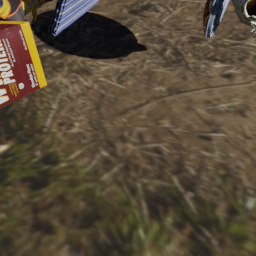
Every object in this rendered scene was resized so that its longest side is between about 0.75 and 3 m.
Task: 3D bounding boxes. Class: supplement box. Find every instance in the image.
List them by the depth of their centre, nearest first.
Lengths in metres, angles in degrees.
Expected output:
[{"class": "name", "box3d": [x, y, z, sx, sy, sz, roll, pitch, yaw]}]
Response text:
[{"class": "supplement box", "box3d": [-2.992, -1.140, 5.259, 1.874, 1.262, 1.900, 15, 39, 32]}]

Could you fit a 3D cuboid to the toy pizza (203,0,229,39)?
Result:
[{"class": "toy pizza", "box3d": [2.463, -3.824, 7.224, 0.470, 2.968, 2.968, 23, 53, 13]}]

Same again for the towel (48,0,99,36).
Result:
[{"class": "towel", "box3d": [-0.842, -3.348, 6.115, 0.330, 2.766, 2.003, 43, 61, -6]}]

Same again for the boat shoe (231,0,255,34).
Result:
[{"class": "boat shoe", "box3d": [3.154, -2.791, 6.702, 2.296, 0.848, 0.979, 8, 51, -55]}]

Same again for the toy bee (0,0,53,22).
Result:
[{"class": "toy bee", "box3d": [-2.610, -2.969, 6.581, 2.904, 1.901, 1.578, -23, 87, 13]}]
